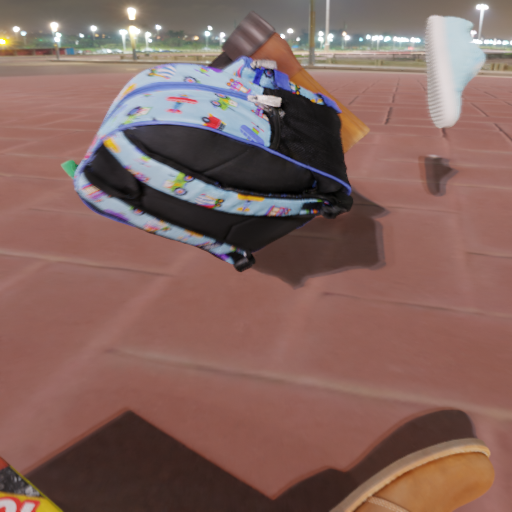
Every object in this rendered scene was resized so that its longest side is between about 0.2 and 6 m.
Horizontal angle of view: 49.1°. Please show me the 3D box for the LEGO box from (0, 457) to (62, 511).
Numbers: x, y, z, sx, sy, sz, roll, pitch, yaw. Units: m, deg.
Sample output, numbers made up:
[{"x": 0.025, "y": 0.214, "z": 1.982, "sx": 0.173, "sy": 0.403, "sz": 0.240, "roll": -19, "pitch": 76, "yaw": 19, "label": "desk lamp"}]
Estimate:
[{"x": -1.594, "y": 2.538, "z": 2.906, "sx": 2.775, "sy": 1.071, "sz": 2.067, "roll": 17, "pitch": 28, "yaw": 35, "label": "LEGO box"}]

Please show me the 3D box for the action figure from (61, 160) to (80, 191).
[{"x": -4.234, "y": -1.885, "z": 14.118, "sx": 1.110, "sy": 0.514, "sz": 1.880, "roll": -8, "pitch": 31, "yaw": -21, "label": "action figure"}]

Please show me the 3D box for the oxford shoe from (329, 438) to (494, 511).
[{"x": 0.946, "y": 2.216, "z": 4.182, "sx": 2.567, "sy": 0.916, "sz": 0.915, "roll": -20, "pitch": 45, "yaw": -24, "label": "oxford shoe"}]

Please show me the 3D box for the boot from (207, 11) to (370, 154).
[{"x": 0.315, "y": -2.168, "z": 8.192, "sx": 0.774, "sy": 2.261, "sz": 2.128, "roll": -56, "pitch": 15, "yaw": -30, "label": "boot"}]

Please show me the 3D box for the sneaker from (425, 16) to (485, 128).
[{"x": 3.380, "y": -3.151, "z": 9.367, "sx": 0.931, "sy": 2.273, "sz": 0.840, "roll": 1, "pitch": -22, "yaw": 8, "label": "sneaker"}]

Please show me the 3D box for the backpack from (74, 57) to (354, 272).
[{"x": -0.509, "y": -0.992, "z": 5.578, "sx": 2.315, "sy": 1.557, "sz": 2.113, "roll": 14, "pitch": -28, "yaw": -31, "label": "backpack"}]
